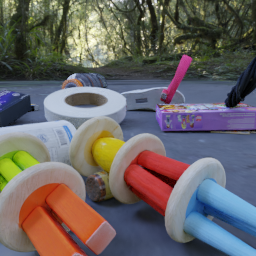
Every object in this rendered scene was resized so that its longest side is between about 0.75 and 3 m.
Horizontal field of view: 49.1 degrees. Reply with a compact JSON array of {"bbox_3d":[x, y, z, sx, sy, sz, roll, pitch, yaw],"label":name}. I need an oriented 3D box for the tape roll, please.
[{"bbox_3d":[-1.334,-0.692,8.980,2.623,0.479,2.623,2,27,-1],"label":"tape roll"}]

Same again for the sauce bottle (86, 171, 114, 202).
[{"bbox_3d":[-0.024,0.725,4.033,1.194,0.394,0.394,-8,14,-41],"label":"sauce bottle"}]

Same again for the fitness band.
[{"bbox_3d":[1.711,-1.668,9.930,0.422,1.619,2.255,30,-5,5],"label":"fitness band"}]

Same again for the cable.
[{"bbox_3d":[3.346,-1.445,7.520,0.675,2.167,2.656,45,54,10],"label":"cable"}]

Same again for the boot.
[{"bbox_3d":[1.062,-1.323,12.109,2.930,1.078,1.400,3,18,20],"label":"boot"}]

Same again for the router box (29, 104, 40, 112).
[{"bbox_3d":[-4.364,-0.853,11.965,0.698,0.239,0.936,5,13,23],"label":"router box"}]

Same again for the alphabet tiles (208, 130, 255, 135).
[{"bbox_3d":[2.977,0.017,8.258,1.539,0.049,1.280,4,13,17],"label":"alphabet tiles"}]

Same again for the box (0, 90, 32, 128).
[{"bbox_3d":[-3.935,-0.620,8.768,1.067,0.596,1.512,15,30,12],"label":"box"}]

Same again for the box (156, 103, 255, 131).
[{"bbox_3d":[2.387,-0.393,8.637,2.919,0.571,1.997,-1,12,1],"label":"box"}]

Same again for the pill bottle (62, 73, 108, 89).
[{"bbox_3d":[-2.289,-2.096,14.709,1.557,1.557,2.932,4,12,17],"label":"pill bottle"}]

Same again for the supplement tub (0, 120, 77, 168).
[{"bbox_3d":[-1.490,0.418,4.120,1.448,0.955,0.955,-9,15,-38],"label":"supplement tub"}]

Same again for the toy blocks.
[{"bbox_3d":[-0.089,0.712,2.748,2.124,0.925,2.548,-14,25,-39],"label":"toy blocks"}]
